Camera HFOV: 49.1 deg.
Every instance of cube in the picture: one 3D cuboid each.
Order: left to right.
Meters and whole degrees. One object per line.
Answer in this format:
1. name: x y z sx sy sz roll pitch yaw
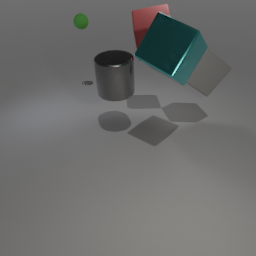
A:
1. cube: 0.965 -3.676 10.818 1.400 1.400 1.400 -8 52 6
2. cube: 1.304 -2.287 8.309 1.400 1.400 1.400 35 12 22
3. cube: 2.808 -2.355 10.907 1.400 1.400 1.400 27 23 -27

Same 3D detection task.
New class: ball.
1. ball: -2.195 -4.984 13.097 0.700 0.700 0.700 0 30 0

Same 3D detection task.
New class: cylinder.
1. cylinder: -0.475 -1.906 10.154 1.400 1.400 1.400 -2 37 1
